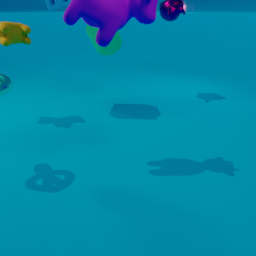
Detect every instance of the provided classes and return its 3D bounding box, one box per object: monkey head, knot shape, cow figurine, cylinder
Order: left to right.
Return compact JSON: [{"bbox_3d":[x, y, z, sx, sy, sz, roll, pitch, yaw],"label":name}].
[{"bbox_3d":[-2.950,-1.054,5.288,1.299,1.215,0.600,23,78,35],"label":"knot shape"},{"bbox_3d":[-3.615,-2.826,8.170,1.347,0.740,1.326,-15,37,-37],"label":"cow figurine"},{"bbox_3d":[-0.747,-2.971,8.963,0.939,0.939,0.939,8,-18,17],"label":"cylinder"},{"bbox_3d":[-0.259,-2.374,5.353,1.614,1.588,0.886,30,19,-17],"label":"cow figurine"},{"bbox_3d":[1.562,-4.427,10.041,0.917,1.094,1.521,-12,34,2],"label":"monkey head"}]

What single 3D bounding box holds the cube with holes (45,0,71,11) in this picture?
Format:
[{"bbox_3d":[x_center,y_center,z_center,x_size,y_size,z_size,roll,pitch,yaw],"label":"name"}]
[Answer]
[{"bbox_3d":[-1.902,-4.413,8.387,1.199,1.199,1.199,-10,36,9],"label":"cube with holes"}]
